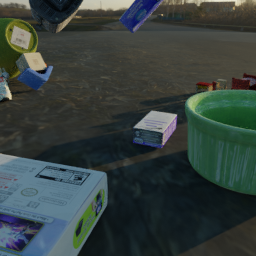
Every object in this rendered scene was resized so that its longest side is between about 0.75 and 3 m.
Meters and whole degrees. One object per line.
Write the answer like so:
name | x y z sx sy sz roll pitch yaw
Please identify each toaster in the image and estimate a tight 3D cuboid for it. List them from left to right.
toaster | -1.879 -3.530 7.702 1.080 1.900 1.227 38 -13 -16

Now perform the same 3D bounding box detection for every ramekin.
ramekin | 2.301 0.172 5.314 2.487 1.215 2.487 0 23 0

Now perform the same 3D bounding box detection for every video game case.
video game case | -2.096 1.250 3.427 2.954 0.671 2.677 7 24 16

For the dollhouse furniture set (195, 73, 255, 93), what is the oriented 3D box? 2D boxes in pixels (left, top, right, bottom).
dollhouse furniture set | 3.541 -1.560 10.043 1.927 0.784 1.037 18 29 37

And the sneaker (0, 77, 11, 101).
sneaker | -4.424 -1.380 9.735 0.519 0.690 1.475 -11 25 -26

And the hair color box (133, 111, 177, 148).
hair color box | 0.683 -0.001 6.790 0.713 0.423 1.305 10 23 21

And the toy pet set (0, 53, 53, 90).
toy pet set | -3.889 -1.951 11.160 2.163 1.230 2.317 -27 -2 40

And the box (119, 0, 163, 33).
box | 0.837 -3.693 7.325 1.724 0.601 2.896 -33 19 51

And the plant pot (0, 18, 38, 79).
plant pot | -4.762 -3.330 11.246 2.490 2.490 2.661 -21 15 -41
